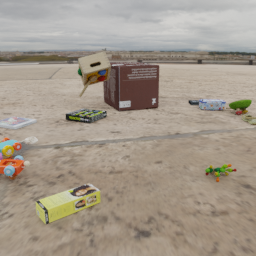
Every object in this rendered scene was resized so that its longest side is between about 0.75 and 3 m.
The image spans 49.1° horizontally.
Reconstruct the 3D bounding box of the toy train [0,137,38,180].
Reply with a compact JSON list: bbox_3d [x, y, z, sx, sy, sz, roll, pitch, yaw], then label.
[{"bbox_3d":[-3.022,0.798,7.144,1.422,0.526,1.893,1,20,-2],"label":"toy train"}]

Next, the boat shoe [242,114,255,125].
[{"bbox_3d":[5.003,-0.418,11.477,0.389,0.336,1.067,0,16,1],"label":"boat shoe"}]

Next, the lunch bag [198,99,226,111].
[{"bbox_3d":[4.122,-1.179,13.835,1.286,0.486,1.031,3,15,8],"label":"lunch bag"}]

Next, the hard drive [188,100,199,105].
[{"bbox_3d":[3.794,-1.354,14.944,1.006,0.165,0.702,0,16,0],"label":"hard drive"}]

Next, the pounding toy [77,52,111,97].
[{"bbox_3d":[-0.923,-1.358,7.167,0.900,0.640,0.829,-19,-15,-14],"label":"pounding toy"}]

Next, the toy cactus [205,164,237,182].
[{"bbox_3d":[2.131,1.035,6.708,0.769,0.393,0.634,-9,0,-19],"label":"toy cactus"}]

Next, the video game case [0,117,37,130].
[{"bbox_3d":[-4.512,-0.216,11.135,1.266,0.146,1.154,7,18,23],"label":"video game case"}]

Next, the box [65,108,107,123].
[{"bbox_3d":[-1.771,-0.543,11.978,1.270,0.313,1.316,10,19,25],"label":"box"}]

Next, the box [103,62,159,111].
[{"bbox_3d":[0.083,-2.227,14.417,2.163,2.141,2.607,-7,18,-21],"label":"box"}]

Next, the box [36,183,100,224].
[{"bbox_3d":[-1.123,1.414,5.361,1.164,0.292,0.438,-14,21,-38],"label":"box"}]

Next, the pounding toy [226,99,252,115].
[{"bbox_3d":[5.156,-0.866,12.884,0.992,0.596,1.285,-6,-11,4],"label":"pounding toy"}]
